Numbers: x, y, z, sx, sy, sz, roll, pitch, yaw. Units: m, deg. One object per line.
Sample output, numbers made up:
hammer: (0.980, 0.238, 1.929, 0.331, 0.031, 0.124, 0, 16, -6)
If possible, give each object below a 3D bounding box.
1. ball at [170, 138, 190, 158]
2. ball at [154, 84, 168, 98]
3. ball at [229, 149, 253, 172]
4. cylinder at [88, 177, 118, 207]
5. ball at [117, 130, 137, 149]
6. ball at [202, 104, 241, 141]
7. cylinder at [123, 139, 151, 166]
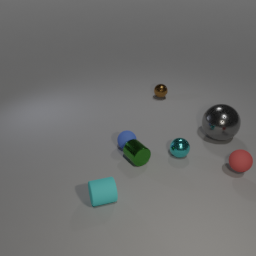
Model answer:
ball: (1.806, 0.685, 9.763, 0.700, 0.700, 0.700, 0, 29, 0)
ball: (1.656, -1.881, 14.151, 0.700, 0.700, 0.700, 0, 29, 0)
ball: (3.487, 1.013, 8.668, 0.700, 0.700, 0.700, 0, 29, 0)
cylinder: (-0.710, 1.769, 7.824, 0.700, 0.700, 0.700, -9, 31, -15)
ball: (-0.036, 0.438, 10.134, 0.700, 0.700, 0.700, 0, 29, 0)
ball: (3.516, -0.209, 10.600, 1.400, 1.400, 1.400, 0, 29, 0)
cylinder: (0.300, 0.830, 9.500, 0.700, 0.700, 0.700, -17, 34, -27)
